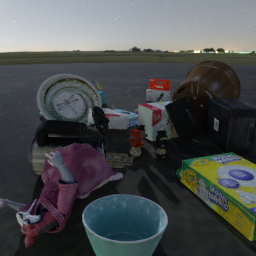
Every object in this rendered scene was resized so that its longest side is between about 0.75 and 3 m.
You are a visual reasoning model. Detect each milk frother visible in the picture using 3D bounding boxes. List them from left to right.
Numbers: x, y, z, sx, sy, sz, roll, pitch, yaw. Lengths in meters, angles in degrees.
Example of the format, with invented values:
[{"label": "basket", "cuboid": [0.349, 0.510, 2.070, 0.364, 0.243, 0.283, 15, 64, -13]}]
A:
[{"label": "milk frother", "cuboid": [-1.511, 0.341, 7.766, 1.816, 1.742, 1.931, 3, 21, 6]}]

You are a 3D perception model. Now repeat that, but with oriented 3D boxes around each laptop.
[{"label": "laptop", "cuboid": [2.146, -0.337, 10.754, 1.636, 1.532, 0.948, -25, -2, -24]}]

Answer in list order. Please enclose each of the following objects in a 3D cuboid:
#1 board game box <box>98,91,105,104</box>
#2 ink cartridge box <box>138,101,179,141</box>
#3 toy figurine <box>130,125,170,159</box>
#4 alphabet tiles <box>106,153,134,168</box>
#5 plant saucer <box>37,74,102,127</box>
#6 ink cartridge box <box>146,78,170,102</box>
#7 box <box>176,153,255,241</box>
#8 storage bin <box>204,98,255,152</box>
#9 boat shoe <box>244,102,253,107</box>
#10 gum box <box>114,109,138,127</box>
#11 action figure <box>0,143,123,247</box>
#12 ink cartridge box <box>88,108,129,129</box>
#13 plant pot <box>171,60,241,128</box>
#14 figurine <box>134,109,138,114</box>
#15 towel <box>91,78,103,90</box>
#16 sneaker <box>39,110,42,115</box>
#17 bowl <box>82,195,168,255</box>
[{"label": "board game box", "cuboid": [-2.864, -1.517, 15.645, 2.263, 0.703, 2.997, 5, 18, 15]}, {"label": "ink cartridge box", "cuboid": [1.362, -0.313, 10.868, 1.654, 1.202, 1.196, -8, 19, -25]}, {"label": "toy figurine", "cuboid": [0.724, 0.433, 9.160, 1.292, 0.899, 1.272, 1, 11, 10]}, {"label": "alphabet tiles", "cuboid": [-0.475, 0.984, 8.652, 1.244, 0.039, 1.035, 2, 18, 7]}, {"label": "plant saucer", "cuboid": [-2.553, -1.062, 12.243, 2.755, 2.755, 0.692, -8, -22, -25]}, {"label": "ink cartridge box", "cuboid": [1.824, -2.258, 16.987, 1.546, 1.342, 0.337, 13, 22, 36]}, {"label": "box", "cuboid": [2.486, 1.311, 6.533, 1.668, 0.687, 2.842, -6, 17, -21]}, {"label": "storage bin", "cuboid": [3.556, -0.156, 9.900, 1.019, 1.469, 2.173, 0, 18, -3]}, {"label": "boat shoe", "cuboid": [6.278, -1.214, 15.285, 1.169, 0.348, 0.420, 0, 17, -1]}, {"label": "gum box", "cuboid": [-0.432, -0.432, 12.681, 1.716, 0.382, 1.458, 16, 23, 42]}, {"label": "action figure", "cuboid": [-1.437, 1.428, 5.854, 1.722, 1.915, 2.571, -31, 22, 27]}, {"label": "ink cartridge box", "cuboid": [-0.804, -0.382, 11.179, 1.029, 0.597, 1.394, -2, 17, -42]}, {"label": "plant pot", "cuboid": [3.328, -1.405, 12.487, 2.720, 2.720, 2.692, 10, 28, 30]}, {"label": "figurine", "cuboid": [0.961, -0.744, 13.532, 1.300, 0.574, 1.333, -6, 17, -5]}, {"label": "towel", "cuboid": [-1.288, -1.800, 11.538, 0.542, 0.086, 0.754, 34, -6, -1]}, {"label": "sneaker", "cuboid": [-3.304, -1.258, 13.559, 2.490, 1.438, 0.942, 9, 19, 26]}, {"label": "bowl", "cuboid": [-0.059, 1.791, 4.749, 1.417, 0.741, 1.417, 2, 15, -1]}]
